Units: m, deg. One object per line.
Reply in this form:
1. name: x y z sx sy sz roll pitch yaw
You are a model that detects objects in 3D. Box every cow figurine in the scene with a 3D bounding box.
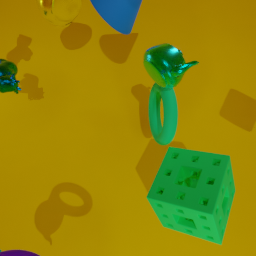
1. cow figurine: -3.183 -1.377 7.407 1.105 0.616 1.123 13 40 8

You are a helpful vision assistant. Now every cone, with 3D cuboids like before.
1. cone: 0.072 -3.230 6.501 1.452 1.446 1.446 -34 60 31

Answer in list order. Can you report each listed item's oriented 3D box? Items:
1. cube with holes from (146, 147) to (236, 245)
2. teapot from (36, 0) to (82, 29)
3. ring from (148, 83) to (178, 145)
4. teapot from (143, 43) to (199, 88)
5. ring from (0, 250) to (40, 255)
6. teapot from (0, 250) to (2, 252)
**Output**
1. cube with holes: 1.280 1.271 5.424 1.200 1.200 1.200 7 51 32
2. teapot: -1.938 -3.499 7.716 1.297 2.085 1.021 -41 61 -19
3. ring: 0.710 -0.321 5.889 0.276 1.380 1.380 -3 63 -11
4. teapot: 0.704 -1.112 4.861 0.639 0.811 1.304 -40 31 -5
5. ring: -1.437 2.078 3.380 1.252 0.250 1.252 14 34 -9
6. teapot: -2.001 2.525 4.214 0.832 0.655 1.339 5 80 -32
